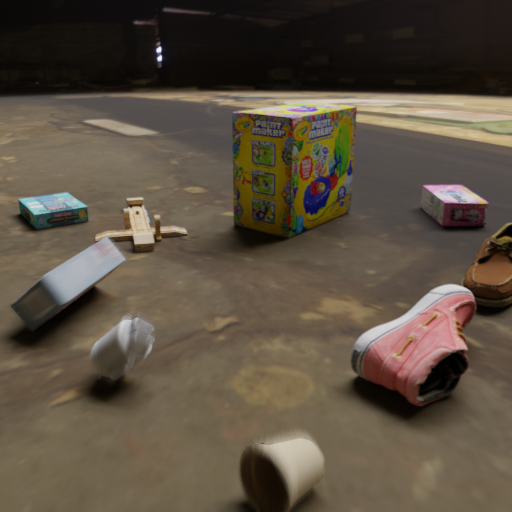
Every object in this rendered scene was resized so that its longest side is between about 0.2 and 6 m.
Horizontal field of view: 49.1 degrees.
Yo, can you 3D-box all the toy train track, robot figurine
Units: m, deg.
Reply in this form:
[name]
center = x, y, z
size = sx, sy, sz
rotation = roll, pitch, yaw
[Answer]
[toy train track]
center = -2.708, -0.926, 12.914
size = 1.967, 0.558, 3.430
rotation = -5, 21, -14
[robot figurine]
center = -1.694, 1.168, 7.023
size = 0.936, 0.528, 0.793
rotation = -39, 33, 19

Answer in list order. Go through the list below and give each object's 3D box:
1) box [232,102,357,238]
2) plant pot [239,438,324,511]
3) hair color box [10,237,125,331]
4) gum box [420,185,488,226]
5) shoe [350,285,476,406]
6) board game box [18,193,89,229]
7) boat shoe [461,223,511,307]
[box]
center = 0.909, -2.125, 13.120
size = 1.659, 2.619, 2.719
rotation = 16, 27, 36
[plant pot]
center = 0.284, 2.003, 5.231
size = 0.612, 0.668, 0.668
rotation = -5, 19, -44
[hair color box]
center = -2.914, 0.400, 8.862
size = 0.879, 0.538, 1.775
rotation = -35, 8, 25
[gum box]
center = 4.790, -1.229, 13.620
size = 1.019, 0.594, 1.796
rotation = 0, 21, -1
[shoe]
center = 2.381, 1.135, 7.235
size = 2.315, 0.827, 1.053
rotation = -21, 30, -32
[board game box]
center = -4.942, -1.113, 13.613
size = 1.229, 0.382, 1.627
rotation = -13, 25, -31
[boat shoe]
center = 4.227, 0.069, 9.807
size = 0.944, 0.892, 2.623
rotation = 12, 24, 28
